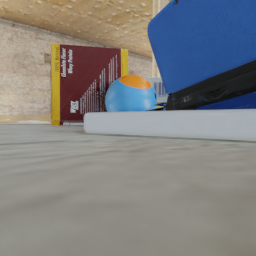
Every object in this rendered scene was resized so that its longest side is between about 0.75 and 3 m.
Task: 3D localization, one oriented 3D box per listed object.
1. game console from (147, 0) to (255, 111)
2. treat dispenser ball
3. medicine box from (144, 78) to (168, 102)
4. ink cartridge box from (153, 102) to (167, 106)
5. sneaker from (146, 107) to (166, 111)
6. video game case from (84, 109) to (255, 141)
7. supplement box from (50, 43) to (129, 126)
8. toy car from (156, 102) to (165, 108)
[{"bbox_3d":[1.846,-1.152,4.689,2.447,1.696,2.867,15,-11,-21],"label":"game console"},{"bbox_3d":[0.108,-0.928,9.683,1.787,1.787,1.787,0,1,0],"label":"treat dispenser ball"},{"bbox_3d":[1.747,-1.234,13.837,2.409,1.361,2.645,1,-23,6],"label":"medicine box"},{"bbox_3d":[2.227,-0.320,7.484,2.996,0.587,1.490,4,2,-4],"label":"ink cartridge box"},{"bbox_3d":[0.775,-0.253,8.035,0.688,0.619,1.766,-8,-1,-6],"label":"sneaker"},{"bbox_3d":[1.241,-0.051,3.721,2.746,0.302,2.503,2,2,42],"label":"video game case"},{"bbox_3d":[-1.630,-1.610,11.433,2.959,2.918,1.965,0,-4,-15],"label":"supplement box"},{"bbox_3d":[1.090,-0.445,12.017,2.668,0.632,2.835,-5,-12,42],"label":"toy car"}]
